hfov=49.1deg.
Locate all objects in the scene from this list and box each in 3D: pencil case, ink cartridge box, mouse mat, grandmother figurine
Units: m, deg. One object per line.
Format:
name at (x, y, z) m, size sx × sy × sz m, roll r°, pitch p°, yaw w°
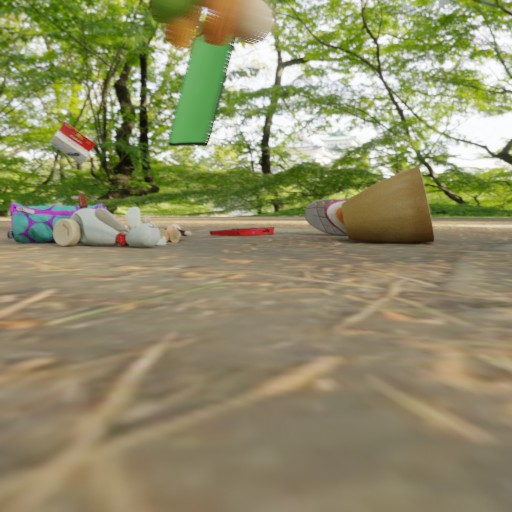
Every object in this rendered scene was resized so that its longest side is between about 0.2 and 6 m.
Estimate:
pencil case at (-4.059, -0.692, 11.525) m, size 1.906 × 0.811 × 0.881 m, roll -2°, pitch -34°, yaw -15°
ink cartridge box at (-3.544, -2.165, 10.820) m, size 0.713 × 0.159 × 0.628 m, roll 35°, pitch -40°, yaw -18°
mouse mat at (-1.160, -3.571, 11.701) m, size 0.123 × 2.628 × 3.266 m, roll 13°, pitch 6°, yaw -23°
grandmother figurine at (-1.847, -0.506, 12.366) m, size 0.817 × 0.408 × 1.347 m, roll 8°, pitch 6°, yaw -8°

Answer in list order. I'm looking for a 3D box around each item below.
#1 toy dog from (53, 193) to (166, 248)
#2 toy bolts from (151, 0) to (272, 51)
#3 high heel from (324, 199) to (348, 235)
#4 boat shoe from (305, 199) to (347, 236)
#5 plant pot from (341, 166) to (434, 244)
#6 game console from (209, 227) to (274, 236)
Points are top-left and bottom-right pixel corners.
toy dog at (-2.767, -0.682, 10.585) m, size 2.113 × 1.018 × 1.393 m, roll 0°, pitch 5°, yaw 5°
toy bolts at (-0.248, -3.008, 6.284) m, size 1.183 × 1.706 × 1.630 m, roll 22°, pitch -4°, yaw -3°
high heel at (2.504, -0.906, 13.076) m, size 2.704 × 0.911 × 1.297 m, roll 3°, pitch 13°, yaw -27°
boat shoe at (2.587, -0.915, 14.880) m, size 2.595 × 0.967 × 0.951 m, roll 10°, pitch -3°, yaw 12°
plant pot at (2.661, -0.895, 11.515) m, size 1.684 × 1.569 × 1.569 m, roll -11°, pitch 2°, yaw 14°
game console at (-0.345, -0.672, 15.166) m, size 1.283 × 0.225 × 1.450 m, roll 4°, pitch 6°, yaw 37°
